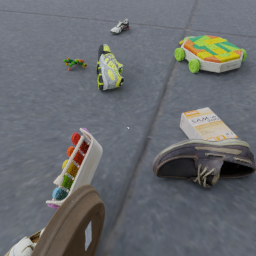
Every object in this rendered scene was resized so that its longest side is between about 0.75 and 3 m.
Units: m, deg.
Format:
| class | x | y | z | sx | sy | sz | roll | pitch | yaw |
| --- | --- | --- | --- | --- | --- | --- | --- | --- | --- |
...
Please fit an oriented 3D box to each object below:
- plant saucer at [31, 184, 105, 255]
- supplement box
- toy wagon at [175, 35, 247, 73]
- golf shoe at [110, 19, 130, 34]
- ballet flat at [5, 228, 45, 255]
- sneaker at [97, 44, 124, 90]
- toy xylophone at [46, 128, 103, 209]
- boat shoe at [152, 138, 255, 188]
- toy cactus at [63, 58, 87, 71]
| class | x | y | z | sx | sy | sz | roll | pitch | yaw |
| --- | --- | --- | --- | --- | --- | --- | --- | --- | --- |
| plant saucer | -0.780 | 1.751 | 3.745 | 0.294 | 1.998 | 1.998 | 16 | 43 | 14 |
| supplement box | 1.941 | 0.084 | 6.878 | 0.804 | 0.469 | 1.276 | -13 | 42 | -16 |
| toy wagon | 2.819 | -2.859 | 10.287 | 2.171 | 0.554 | 2.798 | -16 | 43 | -18 |
| golf shoe | -0.378 | -4.423 | 12.217 | 0.409 | 0.467 | 1.061 | 31 | 50 | 30 |
| ballet flat | -1.495 | 1.917 | 4.690 | 1.571 | 0.513 | 0.554 | -28 | 48 | -29 |
| sneaker | -0.606 | -1.979 | 9.193 | 0.806 | 0.795 | 2.108 | 1 | 50 | -10 |
| toy xylophone | -0.972 | 0.733 | 5.210 | 0.408 | 1.188 | 1.623 | 14 | 61 | 20 |
| boat shoe | 1.642 | 0.745 | 5.841 | 2.247 | 0.837 | 0.824 | -9 | 41 | -8 |
| toy cactus | -1.807 | -2.262 | 9.799 | 0.846 | 0.433 | 0.698 | 1 | 22 | 6 |
